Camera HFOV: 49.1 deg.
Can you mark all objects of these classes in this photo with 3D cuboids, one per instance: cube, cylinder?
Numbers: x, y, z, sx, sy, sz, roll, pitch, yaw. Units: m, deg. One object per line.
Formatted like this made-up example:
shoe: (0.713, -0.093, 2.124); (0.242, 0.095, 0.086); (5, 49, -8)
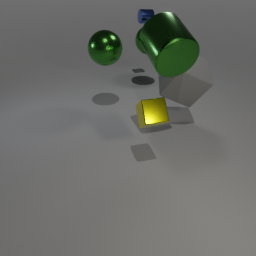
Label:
cube: (0.674, -0.424, 7.950); (0.700, 0.700, 0.700); (-8, -6, -13)
cylinder: (0.931, -5.819, 14.599); (0.700, 0.700, 0.700); (-6, 30, -17)
cylinder: (1.221, -2.497, 8.434); (1.400, 1.400, 1.400); (-10, 53, -17)
cube: (2.095, -1.888, 10.468); (1.400, 1.400, 1.400); (19, 48, -20)

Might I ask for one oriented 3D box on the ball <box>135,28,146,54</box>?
ball: (1.060, -4.370, 13.930); (1.400, 1.400, 1.400); (0, 30, 0)

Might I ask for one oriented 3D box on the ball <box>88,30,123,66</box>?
ball: (-0.920, -3.222, 11.297); (1.400, 1.400, 1.400); (0, 30, 0)
